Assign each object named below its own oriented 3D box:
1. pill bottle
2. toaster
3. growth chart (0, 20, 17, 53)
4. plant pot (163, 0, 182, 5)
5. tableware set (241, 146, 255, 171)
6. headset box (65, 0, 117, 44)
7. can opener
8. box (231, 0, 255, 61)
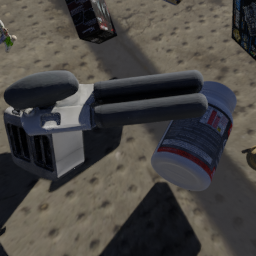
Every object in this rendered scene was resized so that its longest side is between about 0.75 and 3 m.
[{"bbox_3d":[1.566,0.118,6.323,1.336,1.336,2.305,24,64,15],"label":"pill bottle"},{"bbox_3d":[-1.759,0.229,6.060,1.482,1.640,0.973,16,30,29],"label":"toaster"},{"bbox_3d":[-4.172,-3.180,8.216,2.209,1.599,0.196,48,65,-14],"label":"growth chart"},{"bbox_3d":[1.316,-4.996,8.583,1.822,1.822,1.638,5,62,-37],"label":"plant pot"},{"bbox_3d":[3.254,0.815,5.701,1.426,0.198,1.707,-26,80,16],"label":"tableware set"},{"bbox_3d":[-1.062,-3.263,7.503,0.685,1.321,1.775,-18,94,19],"label":"headset box"},{"bbox_3d":[-0.308,-0.437,4.106,2.899,0.969,0.773,-6,73,6],"label":"can opener"},{"bbox_3d":[3.098,-2.397,6.205,0.546,2.373,1.886,-30,58,2],"label":"box"}]
